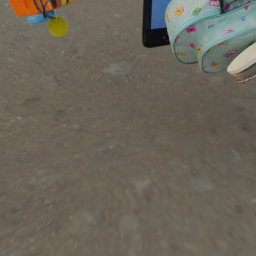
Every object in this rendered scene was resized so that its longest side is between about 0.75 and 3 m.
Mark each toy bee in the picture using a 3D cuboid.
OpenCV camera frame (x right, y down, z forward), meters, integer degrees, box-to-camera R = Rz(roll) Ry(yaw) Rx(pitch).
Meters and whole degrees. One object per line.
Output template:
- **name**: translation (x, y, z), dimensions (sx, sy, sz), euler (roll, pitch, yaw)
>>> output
- **toy bee**: translation (-1.593, -2.707, 5.972), dimensions (1.351, 1.627, 2.485), euler (-31, 54, -20)

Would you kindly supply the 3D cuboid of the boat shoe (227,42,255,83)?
- **boat shoe**: translation (3.235, -1.621, 5.425), dimensions (2.769, 0.824, 0.995), euler (-35, 16, -4)

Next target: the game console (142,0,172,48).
- **game console**: translation (1.637, -3.481, 7.762), dimensions (2.170, 2.467, 1.436), euler (-20, 33, -36)

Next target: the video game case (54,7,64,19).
- **video game case**: translation (-2.199, -4.013, 7.203), dimensions (0.228, 2.072, 1.889), euler (-24, 67, -13)

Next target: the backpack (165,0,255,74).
- **backpack**: translation (2.121, -2.365, 6.617), dimensions (2.396, 2.106, 1.837), euler (-7, 76, 16)
